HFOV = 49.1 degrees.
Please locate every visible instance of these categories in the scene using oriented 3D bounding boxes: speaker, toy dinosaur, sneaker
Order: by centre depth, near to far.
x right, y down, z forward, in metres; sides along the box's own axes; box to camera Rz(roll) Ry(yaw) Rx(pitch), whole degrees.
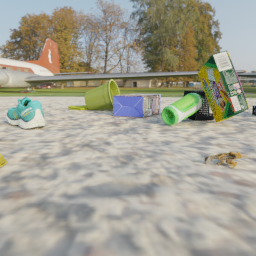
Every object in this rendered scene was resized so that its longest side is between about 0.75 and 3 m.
[{"bbox_3d":[1.682,0.460,4.496,0.876,0.265,0.466,0,7,-4],"label":"toy dinosaur"},{"bbox_3d":[-3.198,-0.523,8.860,0.884,0.908,2.281,-7,10,-40],"label":"sneaker"},{"bbox_3d":[1.782,-0.642,9.131,1.555,0.688,0.688,-29,25,-38],"label":"speaker"}]

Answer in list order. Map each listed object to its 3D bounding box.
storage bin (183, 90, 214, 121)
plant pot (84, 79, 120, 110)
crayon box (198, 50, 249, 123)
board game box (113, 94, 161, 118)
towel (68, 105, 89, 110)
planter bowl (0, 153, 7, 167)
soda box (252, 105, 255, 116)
[{"bbox_3d":[2.681,-0.885,10.708,0.743,1.071,1.584,0,9,-5],"label":"storage bin"},{"bbox_3d":[-1.340,-1.516,14.297,1.529,1.610,1.610,-11,5,17],"label":"plant pot"},{"bbox_3d":[2.936,-1.230,8.845,0.542,1.859,1.604,-17,-8,-5],"label":"crayon box"},{"bbox_3d":[0.414,-0.989,12.022,1.439,0.874,1.804,4,10,27],"label":"board game box"},{"bbox_3d":[-1.990,-1.199,15.644,1.122,0.235,2.607,6,11,40],"label":"towel"},{"bbox_3d":[-2.409,0.413,4.417,0.906,0.377,0.906,0,9,0],"label":"planter bowl"},{"bbox_3d":[6.002,-0.778,12.087,1.403,0.444,0.497,-6,11,-30],"label":"soda box"}]
